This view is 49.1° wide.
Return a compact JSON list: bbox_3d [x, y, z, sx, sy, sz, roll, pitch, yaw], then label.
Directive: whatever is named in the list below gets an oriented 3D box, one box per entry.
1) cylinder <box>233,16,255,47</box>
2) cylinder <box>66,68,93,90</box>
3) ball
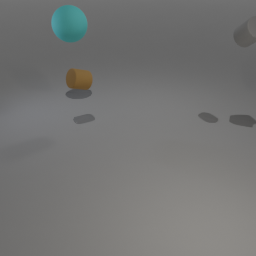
[{"bbox_3d":[3.697,-2.900,8.479,0.700,0.700,0.700,-9,-4,-16],"label":"cylinder"},{"bbox_3d":[-1.741,-1.737,9.993,0.700,0.700,0.700,-1,22,-43],"label":"cylinder"},{"bbox_3d":[-2.320,-4.131,11.139,1.400,1.400,1.400,0,28,0],"label":"ball"}]
